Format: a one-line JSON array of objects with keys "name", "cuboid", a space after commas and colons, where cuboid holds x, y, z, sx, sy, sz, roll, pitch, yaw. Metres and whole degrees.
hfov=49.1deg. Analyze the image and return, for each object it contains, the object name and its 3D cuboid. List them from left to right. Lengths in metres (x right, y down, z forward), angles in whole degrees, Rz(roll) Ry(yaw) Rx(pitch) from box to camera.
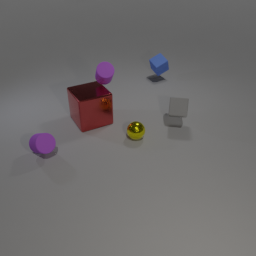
[{"name": "cylinder", "cuboid": [-2.940, 0.524, 9.598, 0.700, 0.700, 0.700, -28, 15, -35]}, {"name": "cube", "cuboid": [-1.524, -0.902, 11.351, 1.400, 1.400, 1.400, -17, 38, -23]}, {"name": "cylinder", "cuboid": [-0.928, -2.165, 11.100, 0.700, 0.700, 0.700, 3, 77, -11]}, {"name": "ball", "cuboid": [0.302, 0.093, 10.529, 0.700, 0.700, 0.700, 0, 34, 0]}, {"name": "cube", "cuboid": [1.596, -3.247, 14.341, 0.700, 0.700, 0.700, -32, 59, -5]}, {"name": "cube", "cuboid": [1.962, -0.790, 10.895, 0.700, 0.700, 0.700, 5, -1, 9]}]
